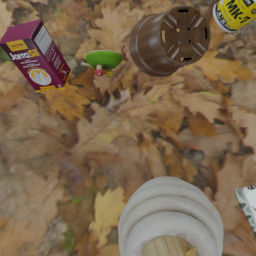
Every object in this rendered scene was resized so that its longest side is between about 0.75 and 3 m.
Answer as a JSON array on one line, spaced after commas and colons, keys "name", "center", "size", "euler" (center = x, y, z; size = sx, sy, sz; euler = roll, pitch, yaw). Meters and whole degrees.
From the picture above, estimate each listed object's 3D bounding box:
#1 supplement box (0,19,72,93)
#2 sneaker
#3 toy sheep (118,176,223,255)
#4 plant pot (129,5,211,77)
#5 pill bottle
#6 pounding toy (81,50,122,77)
[{"name": "supplement box", "center": [-2.300, -1.777, 7.209], "size": [0.942, 1.707, 0.731], "euler": [-4, 52, 19]}, {"name": "sneaker", "center": [2.681, 1.753, 5.392], "size": [0.714, 0.598, 1.614], "euler": [-24, 112, 15]}, {"name": "toy sheep", "center": [0.772, 1.890, 5.110], "size": [2.041, 2.960, 2.041], "euler": [0, 103, 1]}, {"name": "plant pot", "center": [0.878, -1.763, 5.693], "size": [1.410, 1.396, 1.410], "euler": [-2, 99, -15]}, {"name": "pill bottle", "center": [3.197, -3.396, 7.444], "size": [0.970, 1.698, 0.970], "euler": [8, 71, -26]}, {"name": "pounding toy", "center": [-0.641, -1.499, 7.033], "size": [0.908, 1.176, 0.546], "euler": [1, 85, -23]}]
